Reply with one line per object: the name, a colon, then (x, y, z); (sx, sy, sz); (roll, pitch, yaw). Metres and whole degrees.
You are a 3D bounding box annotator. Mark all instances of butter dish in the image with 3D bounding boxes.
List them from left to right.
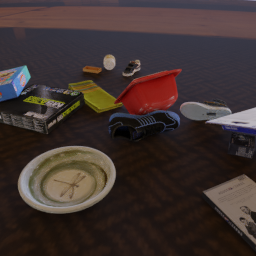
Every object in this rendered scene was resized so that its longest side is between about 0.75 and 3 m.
butter dish: (0.925, -1.002, 10.695); (2.287, 1.690, 2.280); (-19, -8, -23)

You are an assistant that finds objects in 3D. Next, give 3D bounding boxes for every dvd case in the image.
dvd case: (3.089, 2.048, 6.959); (1.528, 0.251, 2.033); (-15, 34, -22)

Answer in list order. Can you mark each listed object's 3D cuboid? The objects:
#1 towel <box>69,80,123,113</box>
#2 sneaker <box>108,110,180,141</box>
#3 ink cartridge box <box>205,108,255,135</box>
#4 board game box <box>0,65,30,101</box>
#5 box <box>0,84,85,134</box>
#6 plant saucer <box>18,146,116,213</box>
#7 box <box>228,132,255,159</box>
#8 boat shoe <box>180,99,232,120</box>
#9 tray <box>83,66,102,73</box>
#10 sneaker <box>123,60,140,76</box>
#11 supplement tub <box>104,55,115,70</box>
towel: (-1.542, -1.518, 12.663); (1.271, 0.267, 2.953); (-20, 37, -27)
sneaker: (0.581, 0.007, 9.762); (2.544, 0.892, 0.991); (-3, 40, 2)
ink cartridge box: (4.326, -0.168, 8.809); (2.691, 0.583, 2.642); (-16, 11, -17)
board game box: (-5.657, -1.820, 12.125); (2.254, 0.667, 2.964); (-14, 27, -1)
box: (-3.558, -0.884, 11.280); (2.721, 0.646, 2.627); (12, 32, 21)
plant saucer: (-1.592, 1.448, 7.556); (2.528, 0.634, 2.528); (1, 32, 0)
box: (3.717, 0.557, 9.173); (0.754, 0.443, 0.741); (11, 33, 19)
boat shoe: (3.029, -0.772, 11.133); (1.979, 0.700, 0.898); (8, 32, 0)
tray: (-1.974, -3.223, 15.482); (0.933, 0.173, 0.460); (12, 34, 17)
sneaker: (0.175, -3.288, 15.224); (0.564, 0.571, 1.437); (19, 38, 25)
supplement tub: (-1.044, -3.689, 15.755); (0.655, 0.655, 0.908); (-2, 32, -3)
